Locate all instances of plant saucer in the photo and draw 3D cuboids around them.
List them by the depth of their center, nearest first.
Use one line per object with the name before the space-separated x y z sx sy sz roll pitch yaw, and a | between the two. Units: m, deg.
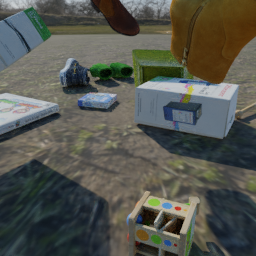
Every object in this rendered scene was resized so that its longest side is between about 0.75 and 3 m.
plant saucer | 1.258 -1.744 10.291 2.220 2.223 0.532 5 46 13

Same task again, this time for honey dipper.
honey dipper | 4.443 -0.781 9.921 2.466 0.468 0.468 -22 31 -36

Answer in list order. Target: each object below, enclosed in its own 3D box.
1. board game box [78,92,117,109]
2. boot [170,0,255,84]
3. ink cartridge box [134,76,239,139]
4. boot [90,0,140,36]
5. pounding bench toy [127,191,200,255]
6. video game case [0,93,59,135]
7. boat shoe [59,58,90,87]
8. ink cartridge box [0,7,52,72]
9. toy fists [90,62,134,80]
board game box | -1.153 -1.080 10.785 1.175 0.256 1.181 7 23 13
boot | 1.846 -1.578 4.807 1.059 2.154 3.008 -29 51 -19
ink cartridge box | 1.860 -0.765 8.774 2.786 1.219 2.024 13 26 24
boot | -0.259 -3.549 7.632 0.671 1.846 1.961 -43 1 -13
pounding bench toy | 0.547 1.384 4.233 0.884 0.704 1.133 9 24 23
video game case | -4.262 -0.562 9.423 2.840 0.336 2.585 13 26 28
boat shoe | -2.471 -2.750 14.013 1.290 1.005 2.842 1 30 0
ink cartridge box | -3.382 -2.155 7.421 1.713 0.970 2.336 -18 28 25
toy fists | -0.898 -3.022 14.859 2.307 0.793 1.176 -12 33 -30
